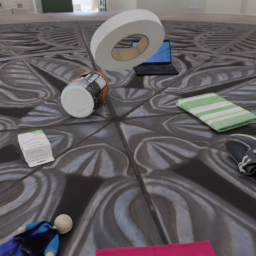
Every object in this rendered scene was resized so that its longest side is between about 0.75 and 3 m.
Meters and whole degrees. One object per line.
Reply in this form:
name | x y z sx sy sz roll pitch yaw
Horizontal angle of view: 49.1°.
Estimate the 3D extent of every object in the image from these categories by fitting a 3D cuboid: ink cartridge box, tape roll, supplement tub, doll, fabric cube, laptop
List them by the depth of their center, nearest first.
fabric cube | 0.423 2.565 3.318 1.611 1.580 1.606 -3 27 -5
doll | -1.825 2.183 5.206 1.271 0.451 1.862 15 24 41
tape roll | 0.005 -1.904 6.282 1.695 1.695 0.310 -12 69 -22
ink cartridge box | -2.716 0.571 8.256 0.756 0.434 1.291 -15 32 -26
supplement tub | -1.603 -1.419 11.033 1.353 1.353 2.208 6 27 10
laptop | 1.491 -4.044 15.951 2.362 1.377 2.666 -3 28 -4

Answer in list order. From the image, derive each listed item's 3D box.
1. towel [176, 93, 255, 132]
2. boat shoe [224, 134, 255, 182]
towel | 3.327 -0.663 10.760 2.000 0.307 2.622 -13 32 -22
boat shoe | 3.270 0.903 7.211 0.745 0.863 2.377 -11 34 -26
